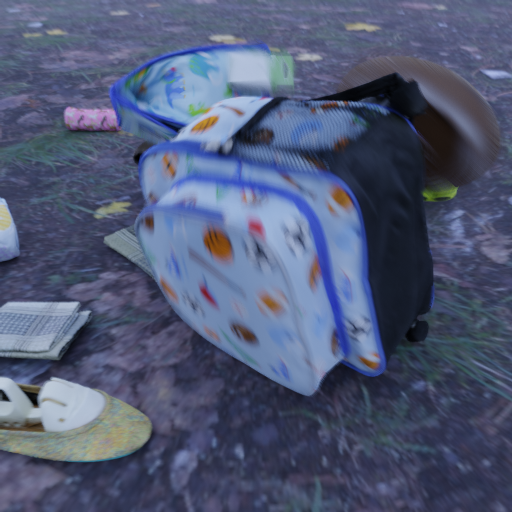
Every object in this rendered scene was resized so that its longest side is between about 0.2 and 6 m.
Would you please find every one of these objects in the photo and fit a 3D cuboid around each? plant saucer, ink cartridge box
[{"bbox_3d":[2.143,-1.698,7.960,2.448,2.448,0.393,20,63,28],"label":"plant saucer"},{"bbox_3d":[0.057,-2.795,8.597,0.974,0.289,0.506,1,75,-6],"label":"ink cartridge box"}]

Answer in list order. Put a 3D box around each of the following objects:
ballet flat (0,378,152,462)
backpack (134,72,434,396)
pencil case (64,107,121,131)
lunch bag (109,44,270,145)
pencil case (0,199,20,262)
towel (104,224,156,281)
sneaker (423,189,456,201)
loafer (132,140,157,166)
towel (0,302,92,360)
[{"bbox_3d":[-2.628,1.817,6.556,2.741,0.969,0.969,3,34,4],"label":"ballet flat"},{"bbox_3d":[0.195,-0.284,7.567,3.049,3.957,3.769,-35,40,-29],"label":"backpack"},{"bbox_3d":[-4.383,-3.704,15.161,1.516,0.656,0.628,3,-2,4],"label":"pencil case"},{"bbox_3d":[-1.158,-2.630,9.832,2.642,1.683,2.246,-4,2,-10],"label":"lunch bag"},{"bbox_3d":[-5.289,-0.181,9.368,2.490,1.130,1.035,-20,51,-26],"label":"pencil case"},{"bbox_3d":[-1.657,-0.235,10.302,1.669,0.299,1.734,-31,46,-34],"label":"towel"},{"bbox_3d":[3.048,-2.159,11.817,2.822,1.045,1.179,37,75,24],"label":"sneaker"},{"bbox_3d":[-1.314,-1.517,11.369,1.266,1.296,3.550,-31,42,-26],"label":"loafer"},{"bbox_3d":[-3.254,1.030,8.101,1.445,0.250,1.391,4,20,3],"label":"towel"}]
